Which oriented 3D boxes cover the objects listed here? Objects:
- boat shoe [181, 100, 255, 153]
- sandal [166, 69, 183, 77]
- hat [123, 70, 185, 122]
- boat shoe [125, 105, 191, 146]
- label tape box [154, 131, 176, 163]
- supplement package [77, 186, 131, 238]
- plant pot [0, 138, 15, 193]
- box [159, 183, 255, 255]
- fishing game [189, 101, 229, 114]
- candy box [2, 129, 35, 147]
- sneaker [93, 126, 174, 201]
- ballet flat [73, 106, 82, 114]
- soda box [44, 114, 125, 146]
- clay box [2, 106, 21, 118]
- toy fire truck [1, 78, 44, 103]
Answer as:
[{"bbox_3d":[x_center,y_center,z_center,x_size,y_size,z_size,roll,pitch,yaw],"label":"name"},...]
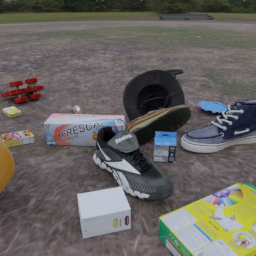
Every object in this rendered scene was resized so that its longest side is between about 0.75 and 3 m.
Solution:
[{"bbox_3d":[2.992,-0.154,8.652,2.887,1.339,1.078,-9,28,-19],"label":"boat shoe"},{"bbox_3d":[1.869,-2.707,14.956,2.192,0.525,0.824,-12,26,5],"label":"sandal"},{"bbox_3d":[0.993,-0.873,10.078,2.347,2.347,0.947,11,-10,22],"label":"hat"},{"bbox_3d":[0.906,-0.249,8.911,2.202,0.833,0.813,-22,37,-10],"label":"boat shoe"},{"bbox_3d":[1.029,0.540,7.805,0.606,0.841,0.266,3,26,6],"label":"label tape box"},{"bbox_3d":[-0.502,1.708,5.760,0.974,0.540,0.758,-8,27,-14],"label":"supplement package"},{"bbox_3d":[-3.837,1.140,5.116,2.536,2.536,2.321,6,43,11],"label":"plant pot"},{"bbox_3d":[1.992,1.889,5.358,2.488,0.602,1.460,-16,29,-24],"label":"box"},{"bbox_3d":[3.396,-0.799,11.235,1.764,0.274,1.263,1,25,-14],"label":"fishing game"},{"bbox_3d":[-3.483,0.328,8.908,0.925,0.261,0.540,-10,27,-23],"label":"candy box"},{"bbox_3d":[0.000,0.742,6.929,0.916,1.248,2.758,-20,33,-34],"label":"sneaker"},{"bbox_3d":[-1.959,-0.712,10.967,0.342,0.314,0.996,-9,27,-17],"label":"ballet flat"},{"bbox_3d":[-1.332,0.058,8.868,2.445,0.777,0.836,1,26,4],"label":"soda box"},{"bbox_3d":[-4.496,-0.611,10.897,0.461,0.191,0.802,-22,33,-37],"label":"clay box"},{"bbox_3d":[-4.628,-1.639,12.380,1.602,0.898,1.346,-20,14,-37],"label":"toy fire truck"}]
